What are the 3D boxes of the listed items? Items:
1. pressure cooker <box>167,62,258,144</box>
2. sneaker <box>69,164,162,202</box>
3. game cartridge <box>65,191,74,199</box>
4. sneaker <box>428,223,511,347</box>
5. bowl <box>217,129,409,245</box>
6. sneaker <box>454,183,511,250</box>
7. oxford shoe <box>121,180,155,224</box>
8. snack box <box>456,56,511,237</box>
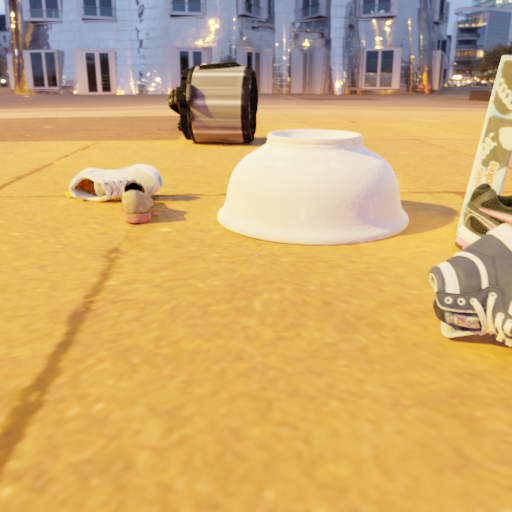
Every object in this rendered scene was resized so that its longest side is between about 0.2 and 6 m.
[{"bbox_3d":[-1.717,-5.889,21.884,3.408,2.998,3.044,2,48,7],"label":"pressure cooker"},{"bbox_3d":[-3.090,-1.539,12.399,2.083,0.797,0.841,-2,26,14],"label":"sneaker"},{"bbox_3d":[-4.145,-1.420,12.976,0.476,0.088,0.540,-9,23,-25],"label":"game cartridge"},{"bbox_3d":[2.554,0.693,5.450,1.203,0.777,2.218,-26,45,1],"label":"sneaker"},{"bbox_3d":[1.082,-1.509,10.750,3.712,1.668,3.712,0,18,0],"label":"bowl"},{"bbox_3d":[4.546,-0.525,8.439,2.817,1.216,1.132,2,20,6],"label":"sneaker"},{"bbox_3d":[-2.382,-1.209,11.301,0.674,0.716,1.914,-5,19,-14],"label":"oxford shoe"},{"bbox_3d":[4.136,-1.866,9.672,0.550,2.965,1.723,15,23,20],"label":"snack box"}]
